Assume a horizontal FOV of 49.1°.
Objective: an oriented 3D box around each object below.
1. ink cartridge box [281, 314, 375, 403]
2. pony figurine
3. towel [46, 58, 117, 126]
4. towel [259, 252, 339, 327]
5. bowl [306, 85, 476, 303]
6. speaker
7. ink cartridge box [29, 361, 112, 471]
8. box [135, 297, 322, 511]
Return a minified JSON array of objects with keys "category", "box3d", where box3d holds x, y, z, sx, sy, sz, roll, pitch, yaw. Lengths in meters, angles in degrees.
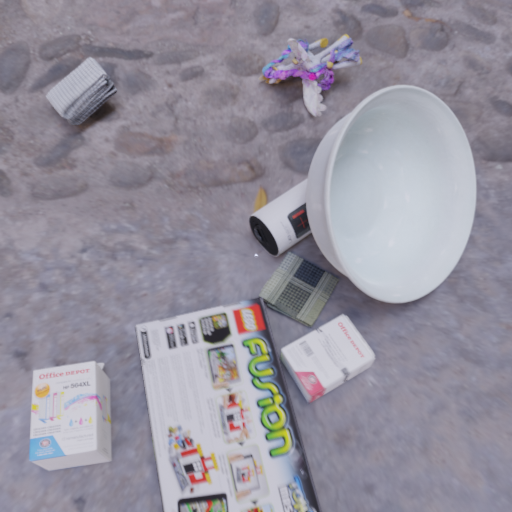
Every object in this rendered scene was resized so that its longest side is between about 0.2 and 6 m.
[{"category":"ink cartridge box","box3d":[1.214,1.749,9.608,1.321,0.560,0.962,-27,64,-13]},{"category":"pony figurine","box3d":[1.260,-4.247,12.604,2.074,1.727,2.002,-25,32,-10]},{"category":"towel","box3d":[-3.835,-3.610,12.365,1.387,0.593,1.148,-42,49,-2]},{"category":"towel","box3d":[0.791,0.625,10.464,1.172,0.210,1.217,29,61,13]},{"category":"bowl","box3d":[2.171,-1.077,10.129,3.662,3.662,1.646,-43,25,-21]},{"category":"speaker","box3d":[1.020,-0.977,10.934,2.351,0.955,0.955,-34,66,-18]},{"category":"ink cartridge box","box3d":[-2.936,2.460,8.947,1.024,0.998,1.593,-8,61,-5]},{"category":"box","box3d":[-0.481,2.836,8.893,2.276,0.718,4.136,-12,61,-6]}]
